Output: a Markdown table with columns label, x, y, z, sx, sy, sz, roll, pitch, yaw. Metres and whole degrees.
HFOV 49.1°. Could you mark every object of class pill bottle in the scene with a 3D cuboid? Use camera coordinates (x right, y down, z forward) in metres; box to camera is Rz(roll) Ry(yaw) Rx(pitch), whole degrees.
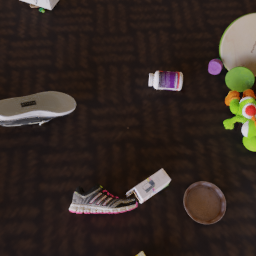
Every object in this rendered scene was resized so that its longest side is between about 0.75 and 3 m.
| label | x | y | z | sx | sy | sz | roll | pitch | yaw |
| --- | --- | --- | --- | --- | --- | --- | --- | --- | --- |
| pill bottle | 1.159 | -1.462 | 8.635 | 1.003 | 0.564 | 0.564 | 4 | 66 | 1 |

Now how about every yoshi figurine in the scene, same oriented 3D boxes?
| label | x | y | z | sx | sy | sz | roll | pitch | yaw |
| --- | --- | --- | --- | --- | --- | --- | --- | --- | --- |
| yoshi figurine | 3.428 | -0.125 | 8.002 | 1.085 | 1.089 | 1.938 | 25 | 44 | -32 |

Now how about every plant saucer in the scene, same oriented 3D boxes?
| label | x | y | z | sx | sy | sz | roll | pitch | yaw |
| --- | --- | --- | --- | --- | --- | --- | --- | --- | --- |
| plant saucer | 1.987 | 1.949 | 7.313 | 1.089 | 0.188 | 1.089 | 0 | 66 | 1 |

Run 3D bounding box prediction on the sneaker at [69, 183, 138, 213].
| label | x | y | z | sx | sy | sz | roll | pitch | yaw |
| --- | --- | --- | --- | --- | --- | --- | --- | --- | --- |
| sneaker | -0.623 | 1.779 | 7.133 | 1.731 | 0.638 | 0.757 | -1 | 72 | 4 |

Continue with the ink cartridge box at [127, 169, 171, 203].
| label | x | y | z | sx | sy | sz | roll | pitch | yaw |
| --- | --- | --- | --- | --- | --- | --- | --- | --- | --- |
| ink cartridge box | 0.518 | 1.567 | 7.221 | 1.123 | 0.657 | 0.378 | -31 | 69 | -13 |

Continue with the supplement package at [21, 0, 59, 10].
| label | x | y | z | sx | sy | sz | roll | pitch | yaw |
| --- | --- | --- | --- | --- | --- | --- | --- | --- | --- |
| supplement package | -3.230 | -4.961 | 9.951 | 1.412 | 0.826 | 0.828 | 20 | 61 | 7 |

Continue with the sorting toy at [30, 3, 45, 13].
| label | x | y | z | sx | sy | sz | roll | pitch | yaw |
| --- | --- | --- | --- | --- | --- | --- | --- | --- | --- |
| sorting toy | -3.254 | -4.520 | 10.255 | 0.623 | 0.124 | 0.843 | -4 | 62 | -7 |

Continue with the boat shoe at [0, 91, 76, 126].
| label | x | y | z | sx | sy | sz | roll | pitch | yaw |
| --- | --- | --- | --- | --- | --- | --- | --- | --- | --- |
| boat shoe | -2.622 | -0.456 | 8.063 | 2.227 | 0.761 | 0.822 | -16 | 65 | -29 |

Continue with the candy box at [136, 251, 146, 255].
| label | x | y | z | sx | sy | sz | roll | pitch | yaw |
| --- | --- | --- | --- | --- | --- | --- | --- | --- | --- |
| candy box | -0.098 | 3.748 | 6.467 | 1.687 | 0.223 | 0.862 | -32 | 64 | -13 |

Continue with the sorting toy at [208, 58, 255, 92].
| label | x | y | z | sx | sy | sz | roll | pitch | yaw |
| --- | --- | --- | --- | --- | --- | --- | --- | --- | --- |
| sorting toy | 3.696 | -1.600 | 8.731 | 2.412 | 0.836 | 0.831 | 29 | 46 | 10 |

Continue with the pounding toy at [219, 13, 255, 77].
| label | x | y | z | sx | sy | sz | roll | pitch | yaw |
| --- | --- | --- | --- | --- | --- | --- | --- | --- | --- |
| pounding toy | 3.980 | -2.862 | 8.863 | 1.907 | 1.146 | 2.470 | 40 | 110 | -13 |
